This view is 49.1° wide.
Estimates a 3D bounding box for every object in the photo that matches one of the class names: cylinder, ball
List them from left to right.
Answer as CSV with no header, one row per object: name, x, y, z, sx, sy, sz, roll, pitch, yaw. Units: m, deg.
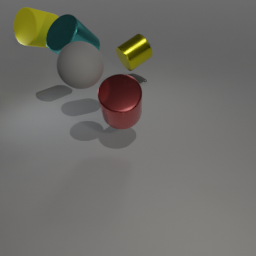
cylinder,-3.587,-3.998,11.301,1.400,1.400,1.400,19,19,28
cylinder,-1.948,-3.079,10.070,1.400,1.400,1.400,23,-2,32
ball,-1.424,-1.871,8.383,1.400,1.400,1.400,0,32,0
cylinder,-0.236,-0.843,9.363,1.400,1.400,1.400,-1,67,2
cylinder,0.322,-3.921,14.554,1.400,1.400,1.400,-36,41,-8
